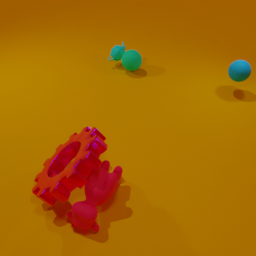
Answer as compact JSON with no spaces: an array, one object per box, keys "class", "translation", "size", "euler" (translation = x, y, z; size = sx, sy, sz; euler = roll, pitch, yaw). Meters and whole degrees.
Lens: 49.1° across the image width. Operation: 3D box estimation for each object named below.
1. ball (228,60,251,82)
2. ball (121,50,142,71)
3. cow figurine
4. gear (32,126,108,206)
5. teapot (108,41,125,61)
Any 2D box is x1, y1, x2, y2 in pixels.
[{"class":"ball","translation":[3.903,-1.993,9.804],"size":[0.757,0.757,0.757],"euler":[0,42,0]},{"class":"ball","translation":[0.146,-2.694,11.144],"size":[0.823,0.823,0.823],"euler":[0,42,0]},{"class":"cow figurine","translation":[-0.742,1.587,6.519],"size":[0.820,1.471,1.495],"euler":[24,9,10]},{"class":"gear","translation":[-1.399,0.850,6.706],"size":[2.063,0.381,2.063],"euler":[-34,26,19]},{"class":"teapot","translation":[-0.427,-3.147,11.552],"size":[0.521,0.662,1.065],"euler":[40,76,13]}]
